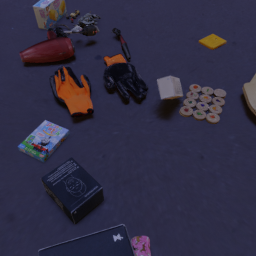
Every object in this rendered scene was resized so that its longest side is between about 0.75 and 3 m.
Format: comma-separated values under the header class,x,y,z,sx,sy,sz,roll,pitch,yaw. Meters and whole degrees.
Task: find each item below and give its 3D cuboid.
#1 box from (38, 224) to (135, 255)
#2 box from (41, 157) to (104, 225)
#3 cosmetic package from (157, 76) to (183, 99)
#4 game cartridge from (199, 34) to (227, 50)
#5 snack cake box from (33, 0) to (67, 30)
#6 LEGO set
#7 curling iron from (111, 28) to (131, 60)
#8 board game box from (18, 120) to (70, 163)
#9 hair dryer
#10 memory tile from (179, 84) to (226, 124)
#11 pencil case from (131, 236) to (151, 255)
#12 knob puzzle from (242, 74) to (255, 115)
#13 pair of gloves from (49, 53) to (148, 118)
class,x,y,z,sx,sy,sz,roll,pitch,yaw
box,-0.316,2.851,3.834,1.302,2.096,2.114,-13,48,-12
box,-1.219,1.368,6.224,0.848,0.612,1.142,-35,56,-28
cosmetic package,1.220,-1.133,7.997,0.402,0.596,1.132,-12,0,23
game cartridge,3.312,-3.370,10.970,0.819,0.133,0.722,-30,54,-22
snack cake box,-3.275,-5.031,11.927,0.556,0.952,1.655,13,49,12
LEGO set,-1.889,-4.660,11.857,1.969,0.558,1.279,24,52,20
curling iron,-0.234,-3.192,10.658,0.502,0.259,2.024,16,40,-38
board game box,-2.224,0.325,7.475,0.833,0.201,1.101,21,50,19
hair dryer,-2.744,-3.116,10.508,2.234,0.797,2.933,14,41,35
memory tile,2.315,-0.778,8.549,1.192,0.131,1.555,17,49,15
pencil case,0.289,2.534,5.277,0.400,0.418,0.966,8,44,-17
knob puzzle,4.738,-0.629,8.197,3.154,0.437,3.154,0,47,0
pair of gloves,-0.946,-1.437,9.021,2.943,0.364,2.622,-16,48,-18
